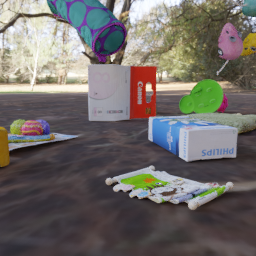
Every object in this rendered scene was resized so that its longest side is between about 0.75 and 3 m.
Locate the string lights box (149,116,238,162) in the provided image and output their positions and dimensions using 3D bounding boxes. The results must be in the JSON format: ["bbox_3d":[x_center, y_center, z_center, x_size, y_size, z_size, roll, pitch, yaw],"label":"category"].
[{"bbox_3d":[1.297,0.160,6.154,1.066,0.611,2.074,-3,9,-16],"label":"string lights box"}]

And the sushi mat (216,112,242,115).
[{"bbox_3d":[4.145,-0.464,11.784,1.205,0.152,2.519,2,9,22],"label":"sushi mat"}]

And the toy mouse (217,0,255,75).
[{"bbox_3d":[2.317,-1.948,5.410,1.716,1.931,0.374,35,9,-49],"label":"toy mouse"}]

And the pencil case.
[{"bbox_3d":[-1.261,-3.232,8.244,2.696,1.246,1.147,48,28,25],"label":"pencil case"}]

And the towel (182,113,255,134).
[{"bbox_3d":[2.807,-0.209,9.103,1.860,0.457,2.507,-10,13,-44],"label":"towel"}]

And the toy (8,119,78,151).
[{"bbox_3d":[-2.494,0.093,6.761,1.421,0.582,2.467,5,10,25],"label":"toy"}]

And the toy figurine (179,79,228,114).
[{"bbox_3d":[4.037,-1.236,14.019,2.260,1.696,2.080,-23,-21,35],"label":"toy figurine"}]

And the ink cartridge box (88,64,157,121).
[{"bbox_3d":[-0.199,-1.364,10.904,2.664,2.165,0.760,0,12,1],"label":"ink cartridge box"}]

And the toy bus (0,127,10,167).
[{"bbox_3d":[-3.104,0.392,4.453,2.156,0.702,0.844,-7,10,-36],"label":"toy bus"}]

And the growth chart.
[{"bbox_3d":[0.508,0.782,3.806,1.481,0.131,1.072,7,12,42],"label":"growth chart"}]
